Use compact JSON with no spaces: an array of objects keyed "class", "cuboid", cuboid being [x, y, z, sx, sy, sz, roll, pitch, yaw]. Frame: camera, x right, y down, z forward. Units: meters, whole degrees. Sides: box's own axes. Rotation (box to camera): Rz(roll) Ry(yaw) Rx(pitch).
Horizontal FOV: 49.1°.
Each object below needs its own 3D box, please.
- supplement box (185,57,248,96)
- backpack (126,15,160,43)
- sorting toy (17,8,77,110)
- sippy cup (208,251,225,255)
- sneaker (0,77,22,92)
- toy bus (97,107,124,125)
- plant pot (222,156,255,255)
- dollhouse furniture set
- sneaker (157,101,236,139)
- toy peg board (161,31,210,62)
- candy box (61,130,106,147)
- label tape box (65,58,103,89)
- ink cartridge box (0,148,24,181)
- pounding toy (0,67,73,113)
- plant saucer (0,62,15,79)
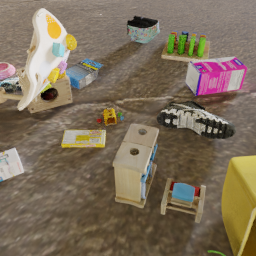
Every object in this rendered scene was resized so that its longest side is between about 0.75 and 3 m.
[{"class":"supplement box","cuboid":[4.046,-2.412,12.945,2.348,1.213,1.188,-8,41,-11]},{"class":"backpack","cuboid":[0.965,-5.881,16.723,1.782,1.341,1.582,18,48,35]},{"class":"sorting toy","cuboid":[-3.078,-1.998,9.679,1.585,2.966,2.670,24,44,-12]},{"class":"sippy cup","cuboid":[1.922,3.548,6.487,0.870,0.932,1.187,5,31,22]},{"class":"sneaker","cuboid":[-5.028,-2.109,13.024,1.688,0.655,0.729,1,38,1]},{"class":"toy bus","cuboid":[-0.753,-0.566,11.359,0.997,0.515,0.941,23,46,23]},{"class":"plant pot","cuboid":[3.667,1.882,7.489,2.152,2.138,2.201,-4,34,-4]},{"class":"dollhouse furniture set","cuboid":[1.070,1.265,8.313,2.538,1.789,1.779,11,43,14]},{"class":"sneaker","cuboid":[2.702,-0.455,10.875,2.971,0.987,1.344,13,46,17]},{"class":"toy peg board","cuboid":[3.349,-4.854,15.691,2.491,1.218,2.481,11,43,11]},{"class":"candy box","cuboid":[-1.643,0.392,10.502,1.569,0.207,0.802,0,39,0]},{"class":"label tape box","cuboid":[-2.186,-2.678,13.700,1.236,0.542,1.714,28,50,29]},{"class":"ink cartridge box","cuboid":[-4.011,1.219,9.231,0.885,0.649,0.646,-20,45,-23]},{"class":"pounding toy","cuboid":[-3.920,-1.359,11.615,2.955,1.352,2.596,-18,44,-19]},{"class":"plant saucer","cuboid":[-6.444,-2.944,14.194,1.328,0.337,1.328,0,41,0]}]
